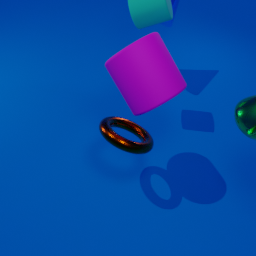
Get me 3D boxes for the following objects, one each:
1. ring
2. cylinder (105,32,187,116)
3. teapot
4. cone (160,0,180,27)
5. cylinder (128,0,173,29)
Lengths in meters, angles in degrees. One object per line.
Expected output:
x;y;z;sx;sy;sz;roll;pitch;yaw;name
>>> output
-0.027;0.138;6.090;1.272;0.254;1.272;21;23;-10;ring
0.346;-1.033;5.479;1.191;1.191;1.191;-35;99;-26;cylinder
2.197;-0.234;4.572;0.804;0.633;1.293;40;50;1;teapot
1.255;-4.107;8.230;1.542;1.536;1.536;-47;59;5;cone
0.534;-2.838;6.521;0.844;0.844;0.844;-10;47;20;cylinder
